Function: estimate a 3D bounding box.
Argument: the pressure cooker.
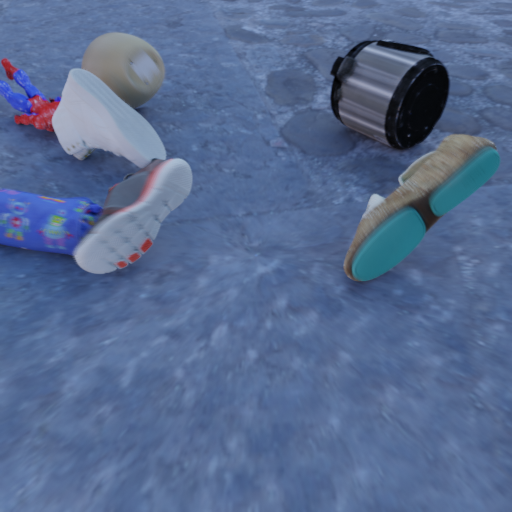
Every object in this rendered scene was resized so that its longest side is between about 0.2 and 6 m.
[{"bbox_3d":[2.549,-3.358,11.444,1.919,1.889,2.148,-36,49,-22],"label":"pressure cooker"}]

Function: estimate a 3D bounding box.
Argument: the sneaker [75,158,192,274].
[{"bbox_3d":[-1.934,-0.653,8.447,0.920,0.866,2.247,22,58,34],"label":"sneaker"}]

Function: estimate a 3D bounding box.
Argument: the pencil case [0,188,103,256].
[{"bbox_3d":[-3.450,-0.578,8.716,2.210,0.960,0.862,10,12,11],"label":"pencil case"}]

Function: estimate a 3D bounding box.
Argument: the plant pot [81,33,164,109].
[{"bbox_3d":[-2.659,-3.941,11.897,1.684,1.684,1.798,-21,23,-24],"label":"plant pot"}]

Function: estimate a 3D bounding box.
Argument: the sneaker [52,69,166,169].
[{"bbox_3d":[-2.883,-2.233,10.783,2.449,1.415,0.902,46,34,7],"label":"sneaker"}]

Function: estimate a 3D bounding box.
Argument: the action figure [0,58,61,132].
[{"bbox_3d":[-4.876,-3.333,12.306,1.058,0.836,3.234,-36,55,-29],"label":"action figure"}]

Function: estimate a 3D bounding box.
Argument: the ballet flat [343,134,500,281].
[{"bbox_3d":[2.285,-0.763,8.347,2.838,1.001,0.926,-39,43,-2],"label":"ballet flat"}]
